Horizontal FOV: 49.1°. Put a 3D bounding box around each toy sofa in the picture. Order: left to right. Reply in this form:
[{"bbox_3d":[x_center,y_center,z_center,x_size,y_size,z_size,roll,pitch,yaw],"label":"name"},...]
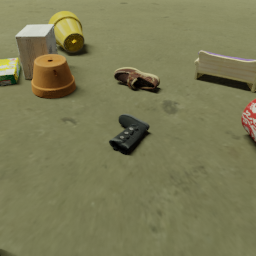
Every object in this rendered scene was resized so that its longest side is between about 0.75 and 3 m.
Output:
[{"bbox_3d":[4.361,-2.630,12.087,2.773,1.353,1.149,18,38,25],"label":"toy sofa"}]

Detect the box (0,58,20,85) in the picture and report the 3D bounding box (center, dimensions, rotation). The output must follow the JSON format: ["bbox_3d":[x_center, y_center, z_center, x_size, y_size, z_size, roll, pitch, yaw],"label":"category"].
[{"bbox_3d":[-5.714,-2.646,12.835,1.316,0.542,2.243,-8,38,-10],"label":"box"}]

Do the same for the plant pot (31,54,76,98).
[{"bbox_3d":[-3.100,-2.190,11.439,1.794,1.256,1.794,1,38,-1],"label":"plant pot"}]

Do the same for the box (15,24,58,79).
[{"bbox_3d":[-4.054,-3.517,12.819,1.294,1.969,1.979,-1,34,-1],"label":"box"}]

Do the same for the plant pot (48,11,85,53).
[{"bbox_3d":[-3.275,-5.184,15.548,1.888,1.888,1.776,-17,54,-23],"label":"plant pot"}]

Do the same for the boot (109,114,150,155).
[{"bbox_3d":[-0.142,0.157,8.841,1.169,0.466,1.418,18,43,27],"label":"boot"}]

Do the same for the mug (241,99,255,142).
[{"bbox_3d":[4.634,0.090,7.739,2.241,1.684,2.524,-26,30,5],"label":"mug"}]

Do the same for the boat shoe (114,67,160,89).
[{"bbox_3d":[0.289,-2.011,11.760,2.034,0.734,0.732,17,36,13],"label":"boat shoe"}]
